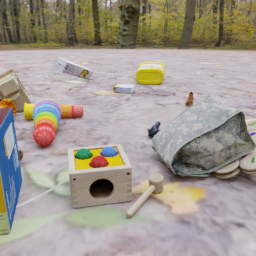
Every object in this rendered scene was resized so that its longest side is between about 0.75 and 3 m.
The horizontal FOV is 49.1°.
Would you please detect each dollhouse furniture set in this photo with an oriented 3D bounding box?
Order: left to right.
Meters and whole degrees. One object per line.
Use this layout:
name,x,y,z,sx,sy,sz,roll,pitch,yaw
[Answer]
dollhouse furniture set,-5.336,-1.007,11.363,2.416,1.519,2.732,-31,28,-10

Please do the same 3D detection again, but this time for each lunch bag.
lunch bag,1.705,0.305,6.984,2.088,1.228,1.712,-29,19,0

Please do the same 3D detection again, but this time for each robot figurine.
robot figurine,-5.686,-0.674,10.019,2.912,0.848,2.112,10,30,9

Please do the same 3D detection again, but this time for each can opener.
can opener,0.879,0.052,9.238,0.384,0.476,1.212,-36,8,17

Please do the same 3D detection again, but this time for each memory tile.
memory tile,3.129,0.366,7.001,1.898,0.208,2.476,-16,20,30

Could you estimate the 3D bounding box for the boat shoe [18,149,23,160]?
boat shoe,-3.275,0.779,7.065,0.378,0.418,1.172,9,13,44

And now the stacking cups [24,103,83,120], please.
stacking cups,-2.806,-0.603,10.720,2.161,0.654,0.654,1,19,-10

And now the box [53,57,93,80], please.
box,-1.826,-2.009,9.646,0.411,0.384,1.982,31,11,15

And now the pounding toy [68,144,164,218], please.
pounding toy,-0.204,0.966,5.737,1.953,0.893,1.715,-5,20,-12

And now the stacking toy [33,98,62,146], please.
stacking toy,-2.609,-0.168,8.996,1.002,1.002,2.346,-5,25,-13

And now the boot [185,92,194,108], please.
boot,2.730,-1.293,12.430,0.320,0.648,0.834,2,20,5

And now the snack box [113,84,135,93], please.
snack box,-0.199,-2.158,15.321,1.001,0.339,0.844,7,20,16

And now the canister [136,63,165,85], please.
canister,1.479,-3.540,18.144,1.855,1.081,2.497,2,21,6

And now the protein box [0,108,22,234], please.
protein box,-2.746,0.719,5.115,1.199,1.764,1.777,-4,20,-12
